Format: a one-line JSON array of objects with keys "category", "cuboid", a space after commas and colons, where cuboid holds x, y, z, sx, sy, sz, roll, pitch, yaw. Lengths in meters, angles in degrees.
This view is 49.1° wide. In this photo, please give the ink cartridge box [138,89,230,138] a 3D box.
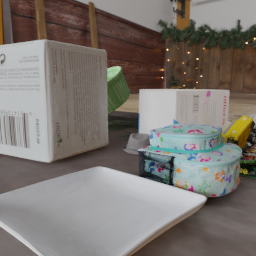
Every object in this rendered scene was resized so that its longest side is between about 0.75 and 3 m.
[{"category": "ink cartridge box", "cuboid": [1.786, -0.349, 8.438, 2.534, 1.629, 1.587, -5, 10, -34]}]

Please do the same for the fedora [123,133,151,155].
[{"category": "fedora", "cuboid": [0.305, 0.388, 7.593, 0.896, 0.457, 1.013, 3, 10, 9]}]

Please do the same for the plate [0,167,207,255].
[{"category": "plate", "cuboid": [-0.449, 1.099, 3.718, 2.233, 0.362, 2.237, 7, 12, 41]}]

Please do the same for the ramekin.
[{"category": "ramekin", "cuboid": [-1.155, -1.491, 12.086, 2.552, 1.246, 2.552, -24, 24, 11]}]

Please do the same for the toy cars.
[{"category": "toy cars", "cuboid": [2.875, 0.054, 6.978, 0.612, 1.239, 2.764, 38, 30, 29]}]

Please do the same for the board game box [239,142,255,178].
[{"category": "board game box", "cuboid": [3.298, 0.698, 6.352, 1.330, 0.298, 2.539, 10, 14, 36]}]

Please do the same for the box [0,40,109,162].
[{"category": "box", "cuboid": [-2.240, -0.768, 7.524, 2.733, 2.746, 2.352, 5, 9, 31]}]

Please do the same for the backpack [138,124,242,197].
[{"category": "backpack", "cuboid": [1.136, 0.537, 4.889, 1.593, 1.199, 1.414, 15, 18, 40]}]
